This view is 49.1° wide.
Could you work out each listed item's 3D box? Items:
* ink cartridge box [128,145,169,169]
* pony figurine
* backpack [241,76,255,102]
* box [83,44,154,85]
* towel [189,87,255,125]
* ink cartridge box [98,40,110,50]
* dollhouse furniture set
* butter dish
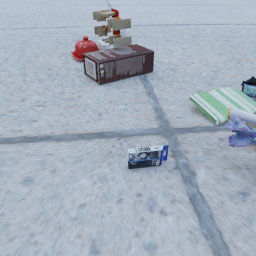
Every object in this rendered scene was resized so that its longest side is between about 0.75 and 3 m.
[{"bbox_3d":[0.495,0.692,6.657,1.011,0.503,0.198,-7,33,-9],"label":"ink cartridge box"},{"bbox_3d":[3.622,0.210,5.848,2.904,2.418,2.803,14,4,39],"label":"pony figurine"},{"bbox_3d":[4.528,-1.302,9.698,0.878,0.705,0.960,-26,34,-35],"label":"backpack"},{"bbox_3d":[-0.374,-2.749,11.812,2.739,1.026,1.371,-20,37,-26],"label":"box"},{"bbox_3d":[3.199,-0.786,9.153,2.021,0.236,1.542,-14,44,-25],"label":"towel"},{"bbox_3d":[-1.200,-3.988,14.134,0.381,0.658,0.908,-11,33,-17],"label":"ink cartridge box"},{"bbox_3d":[-0.518,-4.067,12.602,1.251,2.401,2.428,-16,35,-19],"label":"dollhouse furniture set"},{"bbox_3d":[-2.053,-3.998,13.802,1.383,1.025,1.387,-12,33,-20],"label":"butter dish"}]
